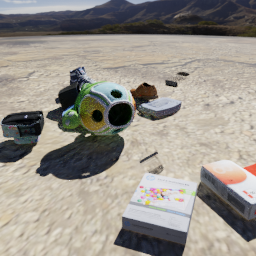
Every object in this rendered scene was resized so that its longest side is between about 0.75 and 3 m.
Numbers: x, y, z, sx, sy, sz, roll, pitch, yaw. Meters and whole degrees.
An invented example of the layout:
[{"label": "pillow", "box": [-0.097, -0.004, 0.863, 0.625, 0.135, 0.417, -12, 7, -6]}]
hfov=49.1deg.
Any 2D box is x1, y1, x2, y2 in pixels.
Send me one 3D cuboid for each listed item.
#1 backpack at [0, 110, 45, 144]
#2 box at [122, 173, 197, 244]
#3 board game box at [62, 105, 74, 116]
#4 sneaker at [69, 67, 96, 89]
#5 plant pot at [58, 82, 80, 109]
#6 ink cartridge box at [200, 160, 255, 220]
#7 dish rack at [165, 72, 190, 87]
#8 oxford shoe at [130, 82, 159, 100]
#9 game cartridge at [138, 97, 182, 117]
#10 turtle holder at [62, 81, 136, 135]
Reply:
[{"label": "backpack", "box": [-3.920, -0.054, 10.447, 1.470, 1.107, 1.305, -1, 26, -9]}, {"label": "box", "box": [0.864, 1.889, 6.971, 1.486, 0.393, 1.906, 9, 24, 18]}, {"label": "board game box", "box": [-1.652, -0.553, 12.448, 2.437, 0.475, 1.926, -4, 28, 5]}, {"label": "sneaker", "box": [-2.279, -2.685, 15.980, 2.657, 1.441, 0.931, 12, 27, 25]}, {"label": "plant pot", "box": [-2.846, -1.506, 13.891, 1.017, 1.147, 1.144, -14, 25, 1]}, {"label": "ink cartridge box", "box": [3.522, 1.450, 7.744, 2.350, 0.589, 1.906, -13, 27, -21]}, {"label": "dish rack", "box": [1.905, -1.859, 10.681, 0.679, 0.241, 0.885, 1, -18, -41]}, {"label": "oxford shoe", "box": [0.814, -2.052, 15.114, 0.868, 0.868, 2.434, -18, 17, -29]}, {"label": "game cartridge", "box": [1.646, -1.035, 13.613, 1.986, 0.412, 1.323, -21, 35, -39]}, {"label": "turtle holder", "box": [-0.975, -0.754, 10.458, 2.776, 2.109, 1.971, 17, 5, -33]}]
